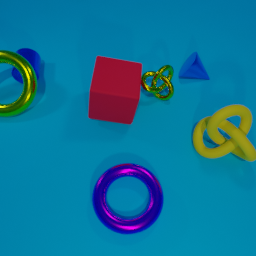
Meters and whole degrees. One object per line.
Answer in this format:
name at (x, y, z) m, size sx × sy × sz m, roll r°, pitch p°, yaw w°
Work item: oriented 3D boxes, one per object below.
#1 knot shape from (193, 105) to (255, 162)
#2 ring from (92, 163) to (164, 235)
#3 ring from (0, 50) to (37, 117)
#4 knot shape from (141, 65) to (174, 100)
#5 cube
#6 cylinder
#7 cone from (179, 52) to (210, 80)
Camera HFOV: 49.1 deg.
knot shape at (2.795, 0.298, 7.699) m, size 1.720 × 1.838 × 0.849 m, roll 41°, pitch 47°, yaw 1°
ring at (-0.002, 1.781, 7.247) m, size 1.853 × 0.371 × 1.853 m, roll 0°, pitch 60°, yaw 0°
ring at (-3.886, -1.385, 8.764) m, size 2.083 × 0.417 × 2.083 m, roll 0°, pitch 95°, yaw 0°
knot shape at (0.935, -1.469, 8.998) m, size 1.102 × 1.178 × 0.544 m, roll 3°, pitch 17°, yaw -9°
cube at (-0.402, -1.119, 8.510) m, size 1.384 × 1.384 × 1.384 m, roll 9°, pitch 57°, yaw -5°
cylinder at (-3.475, -2.118, 9.602) m, size 0.883 × 0.883 × 0.883 m, roll -5°, pitch 56°, yaw -3°
cone at (2.467, -1.958, 9.747) m, size 0.995 × 0.991 × 0.991 m, roll 31°, pitch 58°, yaw -12°
